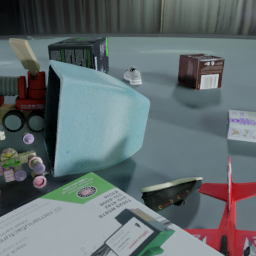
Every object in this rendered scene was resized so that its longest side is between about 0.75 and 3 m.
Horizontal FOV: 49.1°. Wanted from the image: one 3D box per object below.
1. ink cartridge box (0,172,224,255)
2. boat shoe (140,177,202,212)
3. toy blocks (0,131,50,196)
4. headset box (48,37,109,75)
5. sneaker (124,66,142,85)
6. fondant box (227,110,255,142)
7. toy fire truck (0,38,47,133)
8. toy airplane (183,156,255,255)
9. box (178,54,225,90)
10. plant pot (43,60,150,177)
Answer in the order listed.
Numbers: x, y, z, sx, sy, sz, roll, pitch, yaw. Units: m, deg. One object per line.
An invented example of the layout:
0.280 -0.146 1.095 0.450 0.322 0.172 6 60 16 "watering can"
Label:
-0.297 1.751 3.154 1.879 1.085 2.573 -23 31 -39 "ink cartridge box"
0.886 1.228 5.303 1.564 0.490 0.572 -4 -15 -42 "boat shoe"
-2.215 0.743 5.376 1.178 1.260 1.061 -12 20 -26 "toy blocks"
-1.472 -1.691 9.539 1.357 2.546 2.924 1 22 4 "headset box"
0.313 -2.835 14.445 0.763 0.838 2.043 -6 23 -13 "sneaker"
3.837 -0.034 8.205 1.761 0.513 1.270 6 24 16 "fondant box"
-3.370 -1.238 8.051 2.310 2.625 1.689 1 18 -11 "toy fire truck"
1.479 1.476 4.245 2.592 0.477 2.592 -20 30 12 "toy airplane"
3.451 -2.732 13.454 1.436 1.421 1.731 -8 24 -19 "box"
-0.782 -0.300 6.934 2.248 2.207 2.201 2 20 -24 "plant pot"
